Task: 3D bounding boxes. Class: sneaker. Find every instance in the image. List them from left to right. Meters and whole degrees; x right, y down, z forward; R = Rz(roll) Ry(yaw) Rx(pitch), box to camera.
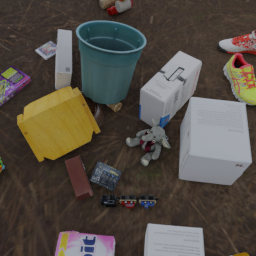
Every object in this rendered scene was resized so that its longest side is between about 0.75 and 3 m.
[{"bbox_3d":[4.545,-1.932,10.940,0.935,1.080,2.391,-16,60,-12],"label":"sneaker"},{"bbox_3d":[5.168,-3.837,12.052,2.339,1.254,0.781,10,58,6],"label":"sneaker"}]

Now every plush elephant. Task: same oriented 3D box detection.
[{"bbox_3d":[0.814,0.380,9.404,1.455,1.126,1.198,-23,62,-15],"label":"plush elephant"}]

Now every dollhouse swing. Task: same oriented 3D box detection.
[{"bbox_3d":[-2.508,-0.261,10.129,2.271,1.997,2.064,-28,101,-8],"label":"dollhouse swing"}]

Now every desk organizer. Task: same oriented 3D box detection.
[{"bbox_3d":[-1.571,1.606,9.026,0.519,0.483,1.348,-20,60,-10],"label":"desk organizer"}]

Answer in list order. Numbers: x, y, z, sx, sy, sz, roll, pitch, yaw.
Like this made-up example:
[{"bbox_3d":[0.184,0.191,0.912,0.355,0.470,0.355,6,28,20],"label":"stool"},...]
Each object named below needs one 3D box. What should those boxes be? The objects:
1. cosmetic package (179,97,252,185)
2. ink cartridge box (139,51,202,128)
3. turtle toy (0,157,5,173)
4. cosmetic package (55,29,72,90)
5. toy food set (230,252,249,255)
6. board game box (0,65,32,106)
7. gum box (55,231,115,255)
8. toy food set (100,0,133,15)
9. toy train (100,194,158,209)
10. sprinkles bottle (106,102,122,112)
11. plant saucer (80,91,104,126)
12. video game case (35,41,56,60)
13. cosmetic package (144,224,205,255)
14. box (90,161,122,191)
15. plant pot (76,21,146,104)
[{"bbox_3d":[2.675,0.433,8.976,1.781,1.792,2.142,7,57,3],"label":"cosmetic package"},{"bbox_3d":[1.517,-1.335,10.151,1.008,1.745,2.391,33,62,21],"label":"ink cartridge box"},{"bbox_3d":[-4.378,1.386,8.982,0.528,0.761,1.044,18,61,14],"label":"turtle toy"},{"bbox_3d":[-2.640,-2.814,11.485,0.629,1.025,2.484,1,56,-14],"label":"cosmetic package"},{"bbox_3d":[2.440,4.346,6.677,1.199,1.272,2.664,-10,89,-7],"label":"toy food set"},{"bbox_3d":[-5.012,-1.634,11.236,1.178,0.317,1.963,31,62,23],"label":"board game box"},{"bbox_3d":[-1.186,4.038,7.214,1.498,0.873,2.639,4,57,2],"label":"gum box"},{"bbox_3d":[-0.442,-6.380,13.474,1.335,1.417,2.968,-31,31,-18],"label":"toy food set"},{"bbox_3d":[0.038,2.289,8.687,1.790,0.305,0.410,0,61,1],"label":"toy train"},{"bbox_3d":[-0.802,-1.133,10.806,0.428,0.428,1.253,-40,65,-22],"label":"sprinkles bottle"},{"bbox_3d":[-1.968,-0.643,10.565,2.116,0.339,2.116,-1,57,1],"label":"plant saucer"},{"bbox_3d":[-3.554,-3.473,12.510,0.795,0.100,0.872,40,65,22],"label":"video game case"},{"bbox_3d":[1.122,3.549,7.199,1.442,1.433,1.723,5,57,3],"label":"cosmetic package"},{"bbox_3d":[-0.699,1.518,8.833,0.840,0.214,0.663,24,102,-1],"label":"box"},{"bbox_3d":[-0.704,-2.245,10.029,2.346,2.298,2.346,6,41,-6],"label":"plant pot"}]
